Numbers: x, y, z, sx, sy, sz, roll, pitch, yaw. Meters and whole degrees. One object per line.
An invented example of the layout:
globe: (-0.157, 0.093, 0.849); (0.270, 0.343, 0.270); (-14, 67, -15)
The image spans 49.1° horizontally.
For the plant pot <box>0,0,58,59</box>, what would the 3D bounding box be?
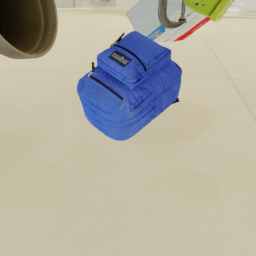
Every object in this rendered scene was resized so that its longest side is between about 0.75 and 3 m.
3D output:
plant pot: (-3.308, -2.802, 6.668); (2.200, 2.535, 2.535); (-3, 25, 24)

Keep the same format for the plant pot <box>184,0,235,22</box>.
plant pot: (1.725, -2.643, 5.685); (0.736, 0.811, 0.807); (40, 25, 8)

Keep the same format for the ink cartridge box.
ink cartridge box: (1.431, -3.308, 8.030); (1.610, 0.932, 2.771); (-30, -4, 37)

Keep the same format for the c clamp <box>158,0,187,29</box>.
c clamp: (1.083, -2.733, 5.854); (1.144, 1.339, 0.181); (-1, 14, -39)

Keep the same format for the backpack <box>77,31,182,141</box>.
backpack: (-0.051, -0.547, 3.574); (0.986, 1.019, 1.214); (36, 67, 30)
